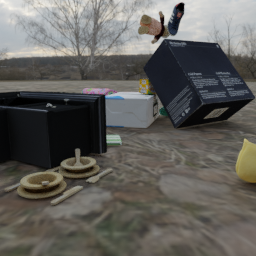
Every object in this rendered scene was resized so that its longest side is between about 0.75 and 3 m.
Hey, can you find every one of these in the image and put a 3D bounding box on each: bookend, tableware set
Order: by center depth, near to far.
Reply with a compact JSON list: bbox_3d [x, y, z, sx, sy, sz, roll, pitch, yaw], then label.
[{"bbox_3d":[-1.062,0.702,4.533,1.043,0.316,1.578,6,13,27],"label":"tableware set"},{"bbox_3d":[-2.335,0.018,5.440,2.743,1.271,2.760,7,14,34],"label":"bookend"}]

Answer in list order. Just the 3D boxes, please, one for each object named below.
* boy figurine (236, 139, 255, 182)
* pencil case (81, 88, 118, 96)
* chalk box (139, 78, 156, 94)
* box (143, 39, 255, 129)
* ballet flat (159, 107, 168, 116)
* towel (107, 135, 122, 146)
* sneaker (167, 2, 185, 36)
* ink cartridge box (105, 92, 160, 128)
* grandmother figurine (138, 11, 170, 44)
[{"bbox_3d":[2.781,0.496,4.653,2.219,0.715,1.380,1,14,-8],"label":"boy figurine"},{"bbox_3d":[-1.256,-1.218,12.106,1.037,1.037,2.373,-8,14,-34],"label":"pencil case"},{"bbox_3d":[0.861,-1.451,9.755,0.830,0.514,0.517,-5,14,-35],"label":"chalk box"},{"bbox_3d":[2.316,-1.488,9.220,2.702,2.460,1.407,-8,-26,-35],"label":"box"},{"bbox_3d":[1.695,-0.729,11.075,1.300,0.438,0.457,0,38,-26],"label":"ballet flat"},{"bbox_3d":[-0.507,0.305,7.040,0.664,0.102,0.871,-1,11,-8],"label":"towel"},{"bbox_3d":[1.946,-4.379,11.183,0.511,1.364,0.577,13,-3,-15],"label":"sneaker"},{"bbox_3d":[0.189,-0.755,10.008,1.645,0.962,2.837,3,12,15],"label":"ink cartridge box"},{"bbox_3d":[1.151,-3.999,11.175,0.627,1.256,2.070,33,22,23],"label":"grandmother figurine"}]
